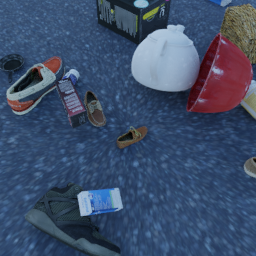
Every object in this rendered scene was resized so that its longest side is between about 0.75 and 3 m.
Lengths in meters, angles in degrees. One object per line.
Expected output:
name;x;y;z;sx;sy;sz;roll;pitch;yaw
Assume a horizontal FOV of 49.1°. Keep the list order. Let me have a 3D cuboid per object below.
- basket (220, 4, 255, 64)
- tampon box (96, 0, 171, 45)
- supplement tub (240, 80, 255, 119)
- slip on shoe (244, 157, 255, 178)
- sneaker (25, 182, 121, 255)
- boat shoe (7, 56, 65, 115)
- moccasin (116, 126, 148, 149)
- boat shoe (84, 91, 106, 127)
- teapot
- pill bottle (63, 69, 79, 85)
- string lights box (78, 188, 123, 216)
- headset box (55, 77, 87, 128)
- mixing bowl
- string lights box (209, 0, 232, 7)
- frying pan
basket;5.041;-3.894;11.224;1.769;1.695;2.375;-7;53;-4
tampon box;0.206;-5.267;12.303;2.674;1.688;2.004;35;60;24
supplement tub;4.358;-0.891;9.363;0.931;0.931;1.281;-21;55;-16
slip on shoe;4.233;1.282;7.913;1.756;0.532;0.668;24;56;17
sneaker;-1.137;2.212;6.908;2.535;0.969;1.452;20;61;22
boat shoe;-3.236;-1.752;10.056;1.038;0.912;2.916;19;53;16
moccasin;0.131;0.229;8.802;1.117;0.431;0.409;-22;55;-16
boat shoe;-1.157;-0.668;9.435;0.567;0.538;1.498;-21;55;-15
teapot;1.342;-2.523;9.613;2.558;1.893;2.591;-8;36;-23
pill bottle;-2.151;-1.759;10.329;0.481;0.481;0.831;16;53;12
string lights box;-0.657;1.755;6.695;0.992;0.293;0.510;2;61;-33
headset box;-1.739;-0.712;8.714;0.534;1.029;1.383;-23;73;-13
mixing bowl;3.017;-1.519;8.981;1.408;2.600;2.600;20;54;1
string lights box;4.528;-6.716;14.249;0.698;0.401;1.359;-37;61;-25
frying pan;-4.423;-2.351;10.933;1.001;0.269;1.656;-29;59;-20
